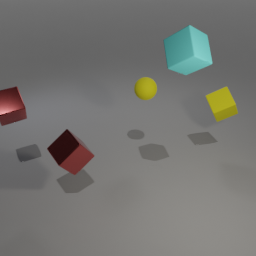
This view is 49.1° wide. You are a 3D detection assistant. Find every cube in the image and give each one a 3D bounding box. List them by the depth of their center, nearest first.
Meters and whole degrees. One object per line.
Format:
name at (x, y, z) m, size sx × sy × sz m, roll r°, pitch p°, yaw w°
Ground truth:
cube at (1.281, -1.641, 6.020) m, size 0.700 × 0.700 × 0.700 m, roll 5°, pitch -17°, yaw -44°
cube at (-1.399, 0.598, 6.871) m, size 0.700 × 0.700 × 0.700 m, roll -45°, pitch 52°, yaw -4°
cube at (-3.182, -0.579, 7.502) m, size 0.700 × 0.700 × 0.700 m, roll -20°, pitch 75°, yaw -23°
cube at (2.950, -0.735, 8.806) m, size 0.700 × 0.700 × 0.700 m, roll -24°, pitch 59°, yaw 17°

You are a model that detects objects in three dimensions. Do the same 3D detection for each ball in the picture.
ball at (0.538, -1.203, 8.585) m, size 0.700 × 0.700 × 0.700 m, roll 0°, pitch 29°, yaw 0°
